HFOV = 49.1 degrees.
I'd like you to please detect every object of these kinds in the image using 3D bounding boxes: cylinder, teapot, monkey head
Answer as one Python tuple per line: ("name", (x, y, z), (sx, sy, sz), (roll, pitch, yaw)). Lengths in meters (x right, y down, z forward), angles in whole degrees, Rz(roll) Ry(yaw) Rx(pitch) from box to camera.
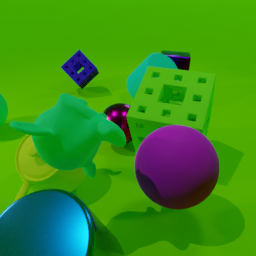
("cylinder", (0.741, -1.443, 8.438), (1.179, 1.179, 1.179), (-22, -8, -36))
("teapot", (-1.332, 0.459, 4.872), (1.291, 1.017, 2.076), (21, 75, 22))
("monkey head", (-0.609, 0.158, 3.416), (1.069, 1.486, 0.895), (28, 78, 41))
("cylinder", (-0.711, 1.407, 2.945), (1.158, 1.158, 1.158), (-9, 50, 11))

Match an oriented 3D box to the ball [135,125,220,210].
("ball", (0.700, 0.560, 4.085), (1.210, 1.210, 1.210), (0, 27, 0))

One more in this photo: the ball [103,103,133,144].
("ball", (-0.172, -0.095, 6.296), (0.938, 0.938, 0.938), (0, 27, 0))

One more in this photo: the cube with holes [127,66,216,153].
("cube with holes", (0.935, -0.222, 5.756), (1.370, 1.370, 1.370), (11, 56, 18))

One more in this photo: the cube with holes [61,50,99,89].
("cube with holes", (-1.602, -1.961, 9.495), (0.838, 0.838, 0.838), (-44, 0, -1))

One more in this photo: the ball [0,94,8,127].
("ball", (-3.554, -0.441, 6.856), (1.145, 1.145, 1.145), (0, 27, 0))

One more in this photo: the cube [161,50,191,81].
("cube", (1.705, -2.218, 10.421), (1.089, 1.089, 1.089), (7, 25, 8))
